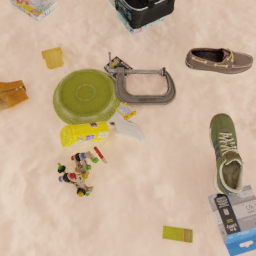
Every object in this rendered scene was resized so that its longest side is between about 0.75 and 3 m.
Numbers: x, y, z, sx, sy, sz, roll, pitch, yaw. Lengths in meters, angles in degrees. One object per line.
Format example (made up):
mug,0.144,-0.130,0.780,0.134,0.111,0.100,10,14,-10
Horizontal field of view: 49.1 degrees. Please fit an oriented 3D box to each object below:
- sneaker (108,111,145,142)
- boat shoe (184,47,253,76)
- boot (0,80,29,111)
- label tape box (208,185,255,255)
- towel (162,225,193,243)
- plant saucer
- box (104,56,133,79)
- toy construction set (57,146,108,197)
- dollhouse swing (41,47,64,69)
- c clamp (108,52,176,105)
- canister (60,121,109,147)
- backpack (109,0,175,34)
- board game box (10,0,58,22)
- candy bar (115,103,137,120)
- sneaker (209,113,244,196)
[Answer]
sneaker,-0.078,0.095,10.731,0.842,0.660,1.695,-44,63,-11
boat shoe,3.925,-2.908,11.905,2.952,0.878,1.060,3,65,1
boot,-5.075,-1.691,11.516,1.480,0.727,2.067,-30,73,-19
label tape box,3.724,3.046,9.295,1.422,0.656,1.984,-13,64,-6
towel,1.665,3.557,9.378,1.008,0.091,0.434,7,60,4
plant saucer,-1.697,-1.366,11.446,2.848,0.442,2.848,0,66,-1
box,-0.414,-2.536,12.085,1.018,0.250,0.821,41,75,17
toy construction set,-1.465,1.593,9.796,1.690,1.298,1.409,-32,23,4
dollhouse swing,-3.280,-3.090,12.395,0.866,0.761,0.787,-17,25,-7
c clamp,0.577,-2.058,11.641,2.925,0.396,2.499,5,66,-7
canister,-1.560,0.207,10.027,1.492,1.108,0.646,-8,77,-29
backpack,0.463,-5.968,12.554,2.631,2.231,2.964,-32,76,-18
board game box,-4.598,-6.100,13.674,1.955,0.335,1.314,35,70,15
candy bar,-0.078,-0.537,8.940,0.456,1.830,0.203,-32,106,-2
sneaker,3.072,0.785,8.451,0.860,1.152,2.565,-2,87,-2
